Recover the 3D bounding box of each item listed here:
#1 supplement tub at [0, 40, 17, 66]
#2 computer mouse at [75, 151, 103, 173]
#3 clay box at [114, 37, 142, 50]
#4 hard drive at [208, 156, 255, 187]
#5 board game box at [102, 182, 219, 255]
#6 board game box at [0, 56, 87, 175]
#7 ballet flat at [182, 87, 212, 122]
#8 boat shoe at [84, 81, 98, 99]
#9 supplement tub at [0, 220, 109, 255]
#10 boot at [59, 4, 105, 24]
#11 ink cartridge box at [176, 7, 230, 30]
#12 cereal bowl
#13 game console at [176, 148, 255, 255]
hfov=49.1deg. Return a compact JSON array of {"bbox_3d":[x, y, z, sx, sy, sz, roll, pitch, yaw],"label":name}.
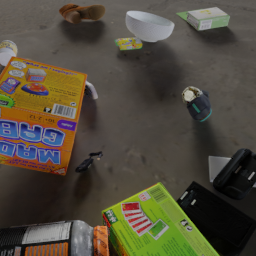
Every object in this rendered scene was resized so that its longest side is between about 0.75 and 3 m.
[{"bbox_3d":[-4.748,-2.928,10.990,0.691,0.691,0.957,-8,44,-8],"label":"supplement tub"},{"bbox_3d":[-0.943,0.897,7.136,0.570,0.187,0.812,-14,24,37],"label":"computer mouse"},{"bbox_3d":[0.003,-3.622,12.045,1.103,0.263,0.634,-8,44,-8],"label":"clay box"},{"bbox_3d":[2.636,1.088,7.055,1.144,0.153,0.755,6,45,6],"label":"hard drive"},{"bbox_3d":[0.800,2.486,5.173,1.445,0.677,2.846,-22,47,-22],"label":"board game box"},{"bbox_3d":[-2.200,-0.289,6.930,1.896,1.895,1.894,12,42,-11],"label":"board game box"},{"bbox_3d":[1.956,-0.848,8.141,0.806,0.806,2.207,7,20,7],"label":"ballet flat"},{"bbox_3d":[-1.464,-1.322,9.467,0.401,0.486,1.416,-26,42,-18],"label":"boat shoe"},{"bbox_3d":[-1.478,2.365,4.765,2.331,1.428,1.428,-3,43,-4],"label":"supplement tub"},{"bbox_3d":[-2.358,-5.944,14.282,2.076,0.796,1.612,-32,49,-19],"label":"boot"},{"bbox_3d":[3.702,-5.718,14.124,1.705,0.562,2.343,-14,47,-14],"label":"ink cartridge box"},{"bbox_3d":[0.878,-4.357,12.209,2.121,0.883,2.121,11,33,-8],"label":"cereal bowl"},{"bbox_3d":[2.378,1.467,6.393,1.599,0.327,2.712,33,58,30],"label":"game console"}]
